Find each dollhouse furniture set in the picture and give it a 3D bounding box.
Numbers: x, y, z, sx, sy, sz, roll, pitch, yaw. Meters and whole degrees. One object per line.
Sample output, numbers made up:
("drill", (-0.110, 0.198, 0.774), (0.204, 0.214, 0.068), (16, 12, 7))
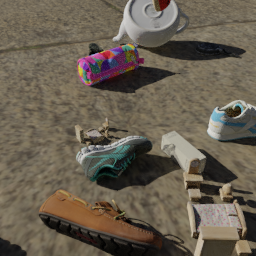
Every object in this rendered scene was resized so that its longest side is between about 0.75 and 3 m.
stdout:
("dollhouse furniture set", (1.863, 1.629, 5.899), (1.127, 0.963, 2.175), (1, 36, 2))
("dollhouse furniture set", (-0.976, 0.075, 8.402), (1.049, 0.464, 0.543), (-23, 42, -28))

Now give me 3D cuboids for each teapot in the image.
("teapot", (1.208, -5.212, 14.213), (2.988, 2.182, 2.949), (32, 74, 10))

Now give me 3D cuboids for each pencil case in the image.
("pencil case", (-0.711, -2.644, 11.513), (2.752, 1.216, 1.216), (-27, 44, -30))

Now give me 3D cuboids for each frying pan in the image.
("frying pan", (4.271, -3.793, 13.764), (1.290, 0.347, 2.132), (-20, 38, -24))

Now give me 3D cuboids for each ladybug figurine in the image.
("ladybug figurine", (0.977, -3.816, 8.047), (0.455, 0.859, 1.266), (5, 14, 14))

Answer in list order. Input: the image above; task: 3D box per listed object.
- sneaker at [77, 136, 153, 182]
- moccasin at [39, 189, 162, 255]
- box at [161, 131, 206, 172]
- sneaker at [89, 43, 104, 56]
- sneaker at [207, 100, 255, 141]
("sneaker", (-0.254, 0.856, 7.284), (2.031, 0.788, 0.926), (-15, 54, -12))
("moccasin", (-0.531, 1.875, 5.697), (2.581, 0.944, 0.996), (8, 45, 27))
("box", (1.467, 0.671, 7.551), (0.450, 0.540, 1.315), (-20, 40, -24))
("sneaker", (-1.734, -3.806, 13.620), (0.681, 0.454, 1.189), (-17, 45, -31))
("sneaker", (3.617, -0.322, 8.511), (2.417, 0.976, 0.925), (-12, 37, -17))
